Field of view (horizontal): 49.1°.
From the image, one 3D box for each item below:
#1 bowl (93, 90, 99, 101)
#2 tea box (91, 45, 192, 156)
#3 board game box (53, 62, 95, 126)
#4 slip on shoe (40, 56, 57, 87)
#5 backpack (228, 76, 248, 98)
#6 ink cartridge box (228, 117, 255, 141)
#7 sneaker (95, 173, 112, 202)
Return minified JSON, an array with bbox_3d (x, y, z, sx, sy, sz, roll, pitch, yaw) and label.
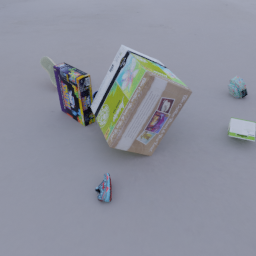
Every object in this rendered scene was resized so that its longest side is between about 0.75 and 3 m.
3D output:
[{"bbox_3d":[-0.904,-1.161,12.241,1.465,0.288,1.465,12,40,-11],"label":"bowl"},{"bbox_3d":[0.297,-0.970,9.766,1.813,2.713,2.669,14,27,-33],"label":"tea box"},{"bbox_3d":[-2.154,-1.358,11.287,1.753,2.121,0.601,29,46,36],"label":"board game box"},{"bbox_3d":[-3.601,-2.707,13.955,0.778,0.642,2.099,-41,72,2],"label":"slip on shoe"},{"bbox_3d":[5.132,-1.925,13.127,0.720,0.956,0.849,-26,39,-2],"label":"backpack"},{"bbox_3d":[4.243,0.193,10.512,0.935,0.479,1.265,13,38,17],"label":"ink cartridge box"},{"bbox_3d":[-0.745,1.741,8.365,0.494,0.410,1.033,-4,35,-2],"label":"sneaker"}]
